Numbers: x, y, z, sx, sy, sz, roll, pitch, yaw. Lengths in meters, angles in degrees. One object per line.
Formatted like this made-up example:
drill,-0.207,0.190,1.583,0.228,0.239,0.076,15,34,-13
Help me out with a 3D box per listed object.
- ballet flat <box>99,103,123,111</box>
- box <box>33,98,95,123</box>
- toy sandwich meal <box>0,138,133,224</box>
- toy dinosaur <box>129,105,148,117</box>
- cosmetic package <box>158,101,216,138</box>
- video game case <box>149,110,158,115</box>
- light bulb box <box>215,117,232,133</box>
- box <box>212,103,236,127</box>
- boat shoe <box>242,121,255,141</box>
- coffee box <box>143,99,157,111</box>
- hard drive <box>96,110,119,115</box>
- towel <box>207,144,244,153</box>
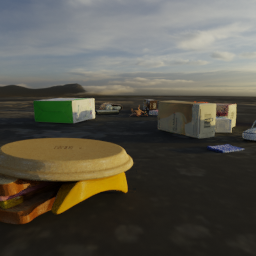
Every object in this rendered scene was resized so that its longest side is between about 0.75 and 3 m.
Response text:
ballet flat,-1.026,-1.324,17.873,1.630,0.555,0.548,-7,20,-35
box,-2.858,-0.815,12.805,2.098,1.014,1.851,3,11,24
toy sandwich meal,-0.982,0.655,4.018,2.215,0.758,2.215,3,6,0
toy dinosaur,0.565,-0.764,14.588,1.026,0.440,0.696,-25,57,-34
cosmetic package,1.889,-0.342,9.349,0.735,1.088,2.068,-5,8,-30
video game case,2.848,-0.919,15.983,2.091,0.255,2.925,6,10,36
light bulb box,3.123,-0.119,9.809,0.772,0.482,0.766,0,8,-1
box,3.268,-0.508,10.990,1.640,0.893,1.048,6,10,35
boat shoe,4.254,-0.099,8.327,2.045,0.872,0.756,-4,9,-22
coffee box,1.418,-1.474,18.172,0.503,0.721,1.261,-1,10,-15
hard drive,-1.201,-0.913,16.118,1.234,0.203,0.861,-2,9,-12
towel,2.423,0.502,6.977,0.761,0.091,0.551,-4,10,-28
